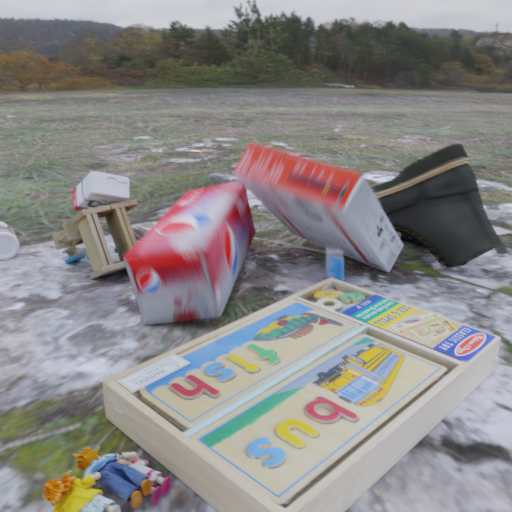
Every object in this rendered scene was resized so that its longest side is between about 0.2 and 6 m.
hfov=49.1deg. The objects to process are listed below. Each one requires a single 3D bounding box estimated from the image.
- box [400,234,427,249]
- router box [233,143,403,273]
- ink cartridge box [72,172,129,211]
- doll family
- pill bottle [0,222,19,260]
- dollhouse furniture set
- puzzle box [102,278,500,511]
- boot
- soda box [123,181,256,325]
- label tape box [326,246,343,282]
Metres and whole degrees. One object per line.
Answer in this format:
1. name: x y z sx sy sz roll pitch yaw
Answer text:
1. box: 3.762 -0.565 11.883 0.974 0.604 0.957 -17 29 -36
2. router box: 1.172 -0.828 10.077 2.348 0.639 2.616 24 -10 35
3. ink cartridge box: -2.905 -1.157 10.478 0.738 0.424 1.016 6 -18 -35
4. doll family: -1.424 2.090 5.093 0.801 0.581 1.290 12 25 29
5. pill bottle: -5.150 -0.335 11.293 0.587 0.587 1.012 -11 24 -27
6. dollhouse furniture set: -2.908 -0.208 10.709 1.173 1.180 1.675 -18 -2 -40
7. puzzle box: 0.713 1.453 6.777 2.812 0.537 4.227 20 29 40
8. boot: 3.003 -0.465 10.929 1.213 2.166 3.131 -15 -11 -41
9. soda box: -0.962 -0.229 9.850 1.307 1.184 3.734 -9 21 12
10. label tape box: 1.369 0.243 9.756 0.282 0.610 0.852 0 20 7
